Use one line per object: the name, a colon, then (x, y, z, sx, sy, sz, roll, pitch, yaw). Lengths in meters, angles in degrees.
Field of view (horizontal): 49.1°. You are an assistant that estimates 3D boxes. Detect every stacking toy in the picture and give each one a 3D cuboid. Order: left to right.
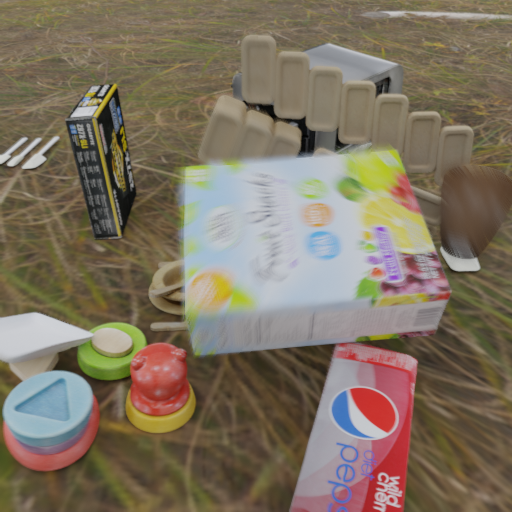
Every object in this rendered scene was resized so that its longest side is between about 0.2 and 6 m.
stacking toy: (-2.093, 1.416, 7.080, 2.279, 0.962, 2.063, -16, 40, -27)

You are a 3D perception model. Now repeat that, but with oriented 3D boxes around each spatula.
spatula: (-5.746, -2.600, 14.065, 1.278, 0.148, 1.838, -1, 32, 8)
spatula: (3.157, -0.455, 10.808, 1.779, 0.206, 2.559, 1, 30, 6)

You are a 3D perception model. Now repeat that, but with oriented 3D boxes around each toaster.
toaster: (1.220, -2.281, 11.006, 1.996, 3.041, 3.363, 28, 44, 31)

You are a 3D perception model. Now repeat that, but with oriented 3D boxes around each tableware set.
tableware set: (-0.325, 0.368, 9.144, 2.871, 0.575, 1.898, -3, 33, -4)

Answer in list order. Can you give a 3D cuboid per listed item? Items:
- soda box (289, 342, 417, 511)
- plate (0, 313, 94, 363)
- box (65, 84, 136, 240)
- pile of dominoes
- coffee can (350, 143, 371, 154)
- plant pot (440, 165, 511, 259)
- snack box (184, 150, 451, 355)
soda box: (0.991, 2.321, 5.721, 0.997, 1.100, 3.143, 9, 35, 15)
plate: (-3.106, 1.101, 7.476, 1.332, 0.216, 1.335, 12, 11, 31)
box: (-2.904, -1.832, 10.798, 0.597, 2.421, 1.933, -4, 33, -1)
pile of dominoes: (1.130, -1.371, 8.536, 3.875, 3.021, 0.617, 21, 39, -6)
coffee can: (1.942, -1.162, 9.380, 0.955, 0.955, 1.305, 5, 40, 8)
plant pot: (2.680, -0.479, 7.014, 0.902, 0.902, 0.965, 15, 69, 21)
snack box: (0.589, -0.123, 7.074, 2.921, 0.989, 2.464, -6, 49, -1)
